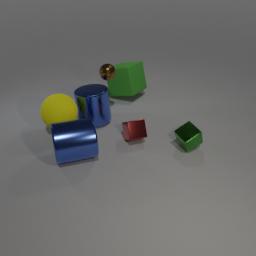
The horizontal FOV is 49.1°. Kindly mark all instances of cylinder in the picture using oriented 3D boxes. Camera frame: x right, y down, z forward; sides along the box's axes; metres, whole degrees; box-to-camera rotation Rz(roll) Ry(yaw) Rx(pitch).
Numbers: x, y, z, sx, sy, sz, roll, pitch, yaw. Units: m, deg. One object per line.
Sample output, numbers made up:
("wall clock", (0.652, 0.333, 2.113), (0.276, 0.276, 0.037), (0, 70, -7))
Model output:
("cylinder", (-1.457, -0.956, 11.712), (1.400, 1.400, 1.400), (-4, 29, 2))
("cylinder", (-1.825, 0.419, 9.533), (1.400, 1.400, 1.400), (-10, 33, -15))

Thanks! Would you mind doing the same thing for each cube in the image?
("cube", (0.241, 0.064, 10.569), (0.700, 0.700, 0.700), (-10, 2, -18))
("cube", (-0.087, -2.431, 13.868), (1.400, 1.400, 1.400), (3, 24, 34))
("cube", (2.184, 0.318, 10.073), (0.700, 0.700, 0.700), (-34, 52, -7))

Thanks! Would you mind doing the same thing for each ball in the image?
("ball", (-0.848, -2.326, 11.646), (0.700, 0.700, 0.700), (0, 31, 0))
("ball", (-2.649, -0.622, 10.813), (1.400, 1.400, 1.400), (0, 31, 0))
